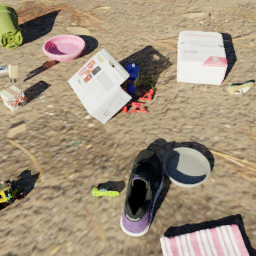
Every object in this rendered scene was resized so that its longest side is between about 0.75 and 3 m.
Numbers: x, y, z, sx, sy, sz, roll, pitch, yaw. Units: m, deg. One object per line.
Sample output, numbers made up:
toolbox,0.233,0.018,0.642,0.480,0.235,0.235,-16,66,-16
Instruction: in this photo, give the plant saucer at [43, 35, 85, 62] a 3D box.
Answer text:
plant saucer,-3.220,-4.015,14.261,2.127,0.539,2.127,1,46,-1

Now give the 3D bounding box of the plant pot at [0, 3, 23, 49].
plant pot,-6.399,-5.144,14.682,1.920,1.920,1.823,-25,64,-22

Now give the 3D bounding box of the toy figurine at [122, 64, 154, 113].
toy figurine,0.383,-2.059,11.638,1.425,1.618,2.702,8,47,7

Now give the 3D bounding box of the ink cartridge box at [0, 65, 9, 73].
ink cartridge box,-5.956,-2.818,13.374,0.859,0.168,0.427,-13,47,-13

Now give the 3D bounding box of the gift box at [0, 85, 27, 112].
gift box,-4.674,-1.219,11.396,0.782,0.837,0.773,33,60,26

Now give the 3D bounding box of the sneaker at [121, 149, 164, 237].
sneaker,0.515,1.595,8.355,1.106,1.278,2.919,7,47,7

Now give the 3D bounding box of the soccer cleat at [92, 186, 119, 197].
soccer cleat,-0.692,1.963,8.719,0.834,0.282,0.338,0,38,2

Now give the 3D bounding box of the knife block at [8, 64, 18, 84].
knife block,-4.927,-2.313,12.052,0.300,0.824,0.939,-9,13,-30

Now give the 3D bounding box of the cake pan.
cake pan,1.920,1.322,9.310,1.557,0.286,1.557,0,46,0

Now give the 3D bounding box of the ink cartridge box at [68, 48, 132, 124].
ink cartridge box,-0.974,-1.714,11.104,2.051,0.979,2.336,-43,52,8

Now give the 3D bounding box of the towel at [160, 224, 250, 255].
towel,2.093,3.430,7.258,2.256,0.337,1.651,-8,46,-7

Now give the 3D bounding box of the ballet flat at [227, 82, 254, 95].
ballet flat,4.930,-1.689,12.207,1.257,0.431,0.396,-12,75,-8

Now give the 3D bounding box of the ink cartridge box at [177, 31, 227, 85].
ink cartridge box,3.380,-3.361,13.179,2.050,1.193,2.815,6,48,6

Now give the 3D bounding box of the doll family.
doll family,-3.833,2.135,8.386,1.482,0.581,0.856,-33,58,-21
